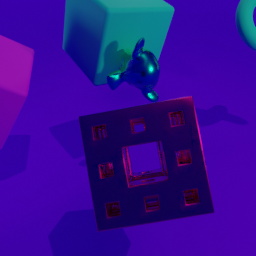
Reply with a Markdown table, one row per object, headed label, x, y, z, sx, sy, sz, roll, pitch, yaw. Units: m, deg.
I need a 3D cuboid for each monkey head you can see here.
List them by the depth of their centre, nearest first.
| label | x | y | z | sx | sy | sz | roll | pitch | yaw |
| --- | --- | --- | --- | --- | --- | --- | --- | --- | --- |
| monkey head | 0.104 | -0.812 | 4.192 | 0.751 | 1.044 | 0.629 | -40 | 40 | -27 |

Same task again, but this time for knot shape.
| label | x | y | z | sx | sy | sz | roll | pitch | yaw |
| --- | --- | --- | --- | --- | --- | --- | --- | --- | --- |
| knot shape | 3.331 | -2.093 | 5.738 | 2.039 | 1.908 | 0.942 | -25 | 37 | 15 |

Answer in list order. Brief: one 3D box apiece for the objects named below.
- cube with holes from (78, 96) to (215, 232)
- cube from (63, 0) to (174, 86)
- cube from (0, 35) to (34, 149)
| label | x | y | z | sx | sy | sz | roll | pitch | yaw |
| --- | --- | --- | --- | --- | --- | --- | --- | --- | --- |
| cube with holes | 0.149 | 0.283 | 2.496 | 0.871 | 0.871 | 0.871 | -10 | -3 | 3 |
| cube | -0.236 | -1.663 | 4.768 | 1.268 | 1.268 | 1.268 | -17 | 51 | -32 |
| cube | -2.512 | -0.713 | 4.650 | 1.377 | 1.377 | 1.377 | 20 | 37 | -28 |
